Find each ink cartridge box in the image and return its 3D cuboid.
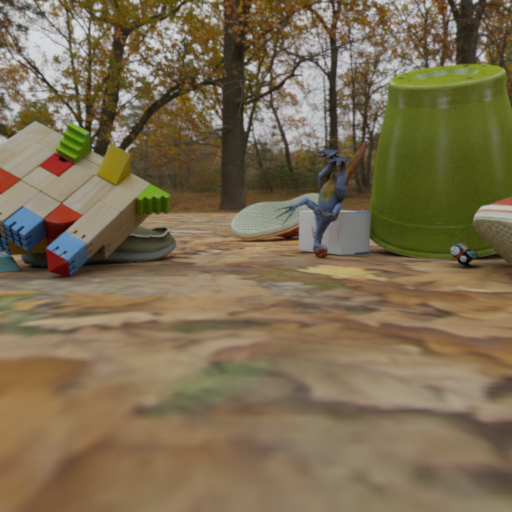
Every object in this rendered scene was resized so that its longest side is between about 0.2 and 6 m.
[{"bbox_3d":[1.436,-0.445,10.375,0.800,0.786,1.087,-4,7,-39],"label":"ink cartridge box"}]

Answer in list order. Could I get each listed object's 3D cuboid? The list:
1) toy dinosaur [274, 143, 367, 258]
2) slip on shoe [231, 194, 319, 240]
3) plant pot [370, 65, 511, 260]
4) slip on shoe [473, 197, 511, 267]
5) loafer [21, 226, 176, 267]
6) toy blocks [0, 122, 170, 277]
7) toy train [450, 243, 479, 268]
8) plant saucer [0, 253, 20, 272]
[{"bbox_3d":[1.320,-0.848,9.379,1.850,1.679,0.971,-17,31,-24],"label":"toy dinosaur"},{"bbox_3d":[0.677,-0.813,14.084,3.057,0.935,1.132,-17,47,-37],"label":"slip on shoe"},{"bbox_3d":[3.330,-1.797,9.819,2.873,2.766,2.873,-7,25,3],"label":"plant pot"},{"bbox_3d":[3.461,-0.374,7.124,0.944,1.143,3.086,-45,-11,16],"label":"slip on shoe"},{"bbox_3d":[-2.343,-0.333,8.744,2.513,0.875,0.945,-5,8,-43],"label":"loafer"},{"bbox_3d":[-2.838,-0.703,7.665,2.710,1.354,1.852,29,52,11],"label":"toy blocks"},{"bbox_3d":[3.001,-0.022,8.139,0.354,0.265,0.621,46,24,21],"label":"toy train"},{"bbox_3d":[-4.486,0.148,7.251,2.535,0.240,0.886,-5,7,-35],"label":"plant saucer"}]
